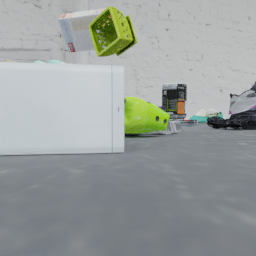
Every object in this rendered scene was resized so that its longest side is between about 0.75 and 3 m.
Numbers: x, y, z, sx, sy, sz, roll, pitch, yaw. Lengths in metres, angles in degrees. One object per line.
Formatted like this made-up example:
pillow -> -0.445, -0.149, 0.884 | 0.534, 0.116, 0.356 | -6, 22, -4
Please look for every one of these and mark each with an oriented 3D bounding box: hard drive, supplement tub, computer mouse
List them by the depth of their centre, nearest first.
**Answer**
hard drive -> -0.699, -0.184, 2.733 | 1.326, 0.874, 0.177 | 0, 2, -10
computer mouse -> 3.843, -0.213, 8.772 | 2.387, 0.629, 1.653 | -13, 8, -16
supplement tub -> 2.461, -1.264, 14.910 | 1.318, 2.151, 1.318 | 1, 2, 0

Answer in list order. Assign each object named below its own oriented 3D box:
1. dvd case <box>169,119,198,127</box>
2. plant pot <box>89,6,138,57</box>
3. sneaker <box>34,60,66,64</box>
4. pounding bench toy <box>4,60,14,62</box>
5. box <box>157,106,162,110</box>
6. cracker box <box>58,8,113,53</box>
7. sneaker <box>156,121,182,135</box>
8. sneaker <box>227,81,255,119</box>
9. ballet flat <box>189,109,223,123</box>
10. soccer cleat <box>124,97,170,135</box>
dvd case -> 1.145, -0.207, 11.314 | 2.823, 0.311, 2.061 | 0, 2, -41
plant pot -> -0.381, -2.782, 8.311 | 0.976, 1.071, 1.076 | -8, -12, -46
sneaker -> -0.990, -0.769, 5.566 | 1.671, 0.929, 2.389 | 3, 10, -30
pounding bench toy -> -4.049, -1.047, 11.969 | 2.991, 2.333, 1.858 | 36, 17, 21
box -> 1.309, -0.731, 16.004 | 1.470, 1.006, 0.288 | 2, 3, 36
cracker box -> -1.491, -3.797, 10.928 | 2.062, 1.381, 0.595 | -4, 41, 9
sneaker -> 0.781, 0.009, 6.109 | 0.396, 0.361, 0.966 | -16, -16, 39
sneaker -> 5.088, -0.969, 10.448 | 2.680, 1.875, 1.042 | 1, 2, 31
ballet flat -> 4.974, -0.774, 17.923 | 2.569, 0.904, 0.865 | -2, 13, -20
soccer cleat -> -0.178, -0.224, 6.044 | 1.099, 0.915, 2.711 | 15, -1, -27
